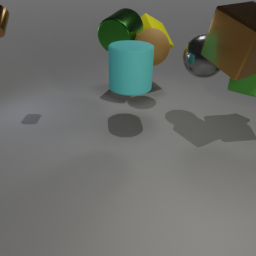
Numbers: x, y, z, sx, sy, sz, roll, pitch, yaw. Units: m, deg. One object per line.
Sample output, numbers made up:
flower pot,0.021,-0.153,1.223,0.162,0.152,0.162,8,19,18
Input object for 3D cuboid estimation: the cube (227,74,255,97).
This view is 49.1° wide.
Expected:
cube,4.287,-1.708,8.872,1.400,1.400,1.400,4,15,-18

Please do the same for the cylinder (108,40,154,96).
cylinder,0.085,-1.927,8.891,1.400,1.400,1.400,1,29,-1

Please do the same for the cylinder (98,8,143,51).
cylinder,-0.274,-3.827,11.067,1.400,1.400,1.400,12,40,20

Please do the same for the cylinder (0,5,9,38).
cylinder,-3.809,-3.058,7.967,0.700,0.700,0.700,3,74,6

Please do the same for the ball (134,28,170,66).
ball,0.893,-3.096,10.744,1.400,1.400,1.400,0,29,0

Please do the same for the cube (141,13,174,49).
cube,0.935,-3.985,12.681,1.400,1.400,1.400,3,59,-51

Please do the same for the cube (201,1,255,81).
cube,3.063,-2.323,7.393,1.400,1.400,1.400,-19,52,-26

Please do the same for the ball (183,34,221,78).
ball,2.529,-2.361,9.259,1.400,1.400,1.400,0,29,0
